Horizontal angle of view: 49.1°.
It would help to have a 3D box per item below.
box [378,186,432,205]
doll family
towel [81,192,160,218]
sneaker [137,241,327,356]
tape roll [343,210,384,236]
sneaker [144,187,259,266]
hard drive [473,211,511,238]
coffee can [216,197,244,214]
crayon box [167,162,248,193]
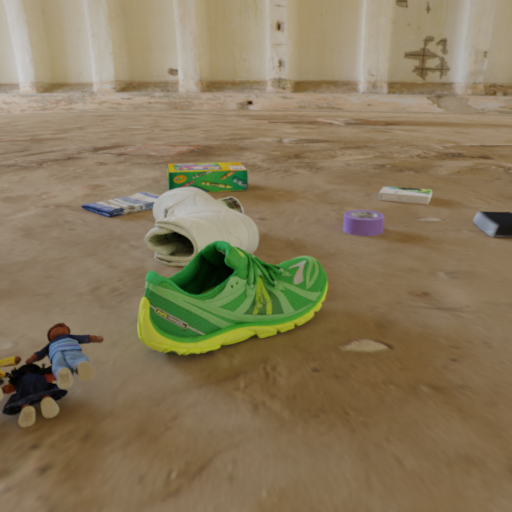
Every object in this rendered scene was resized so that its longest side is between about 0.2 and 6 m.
[{"bbox_3d":[4.151,-1.698,15.570,1.351,0.245,0.975,9,20,19],"label":"box"},{"bbox_3d":[-2.637,1.285,6.084,1.956,0.768,1.131,-4,14,-27],"label":"doll family"},{"bbox_3d":[-3.370,-1.373,14.644,1.418,0.230,1.930,16,25,42],"label":"towel"},{"bbox_3d":[-0.146,0.410,7.664,3.101,1.296,1.149,-15,23,-38],"label":"sneaker"},{"bbox_3d":[2.400,-0.739,12.527,0.887,0.377,0.887,0,20,0],"label":"tape roll"},{"bbox_3d":[-1.588,-0.644,11.095,1.754,1.118,3.036,-13,23,-41],"label":"sneaker"},{"bbox_3d":[5.520,-0.721,12.587,0.945,0.296,1.401,2,19,4],"label":"hard drive"},{"bbox_3d":[-0.868,-0.869,12.339,0.738,0.738,1.009,16,24,39],"label":"coffee can"},{"bbox_3d":[-1.501,-2.373,16.884,2.314,0.674,1.374,-3,19,-10],"label":"crayon box"}]
